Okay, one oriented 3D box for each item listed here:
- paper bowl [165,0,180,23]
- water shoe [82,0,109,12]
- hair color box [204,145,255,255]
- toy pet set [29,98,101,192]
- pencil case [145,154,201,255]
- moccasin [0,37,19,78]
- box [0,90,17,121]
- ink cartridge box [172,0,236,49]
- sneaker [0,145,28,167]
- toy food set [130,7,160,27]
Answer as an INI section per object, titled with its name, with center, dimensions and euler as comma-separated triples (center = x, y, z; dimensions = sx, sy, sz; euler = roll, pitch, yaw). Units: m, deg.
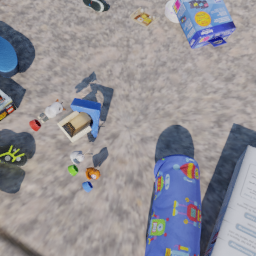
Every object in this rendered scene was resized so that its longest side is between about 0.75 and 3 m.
[paper bowl]
center = 1.821, -4.237, 10.260
dimensions = 0.954, 0.496, 0.954
euler = 1, 57, -1
[water shoe]
center = -1.267, -4.805, 10.744
dimensions = 0.524, 0.475, 1.329
euler = -17, 55, -41
[hair color box]
center = 2.757, 1.977, 5.969
dimensions = 1.464, 0.897, 2.958
euler = 24, 59, 15
[toy pet set]
center = -1.016, 0.080, 6.526
dimensions = 1.054, 1.985, 1.853
euler = -33, 18, 10
[pencil case]
center = 0.940, 1.883, 5.943
dimensions = 1.165, 1.047, 2.683
euler = -22, 46, 39
[moccasin]
center = -4.228, -2.393, 8.850
dimensions = 1.080, 0.915, 2.685
euler = -32, 63, -27
[box]
center = -4.825, -0.314, 7.661
dimensions = 1.925, 0.561, 2.812
euler = 37, 64, 21
[ink cartridge box]
center = 2.610, -3.602, 9.431
dimensions = 1.421, 0.795, 2.083
euler = -19, 82, -12
[sneaker]
center = -3.096, 0.676, 7.061
dimensions = 1.243, 0.475, 0.469
euler = 17, 68, 5
[toy food set]
center = 0.623, -4.099, 10.305
dimensions = 0.898, 0.271, 0.644
euler = 34, 63, 20
